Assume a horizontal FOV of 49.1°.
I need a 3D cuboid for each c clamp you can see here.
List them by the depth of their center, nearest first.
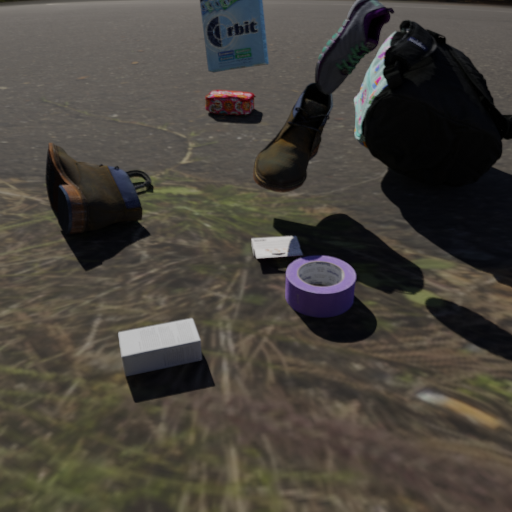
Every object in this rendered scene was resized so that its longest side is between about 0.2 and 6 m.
[{"bbox_3d":[-3.154,-1.670,13.654,1.488,0.201,1.271,-30,48,-35],"label":"c clamp"}]

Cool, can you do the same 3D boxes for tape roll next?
[{"bbox_3d":[1.115,0.517,9.788,1.207,0.513,1.207,0,31,0],"label":"tape roll"}]

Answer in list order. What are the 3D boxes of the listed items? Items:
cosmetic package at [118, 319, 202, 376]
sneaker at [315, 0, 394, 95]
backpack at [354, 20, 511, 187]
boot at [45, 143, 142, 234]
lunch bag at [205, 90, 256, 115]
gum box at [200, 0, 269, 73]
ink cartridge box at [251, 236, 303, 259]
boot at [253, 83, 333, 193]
[{"bbox_3d":[-1.453,1.374,8.473,1.160,0.413,0.588,-9,33,-14],"label":"cosmetic package"},{"bbox_3d":[1.857,-3.989,10.852,0.739,1.987,0.870,11,29,-34],"label":"sneaker"},{"bbox_3d":[4.153,-3.990,14.453,3.775,2.864,4.524,25,41,-16],"label":"backpack"},{"bbox_3d":[-3.817,-1.574,12.797,1.637,1.262,3.378,-4,38,-29],"label":"boot"},{"bbox_3d":[-0.858,-5.279,19.199,1.608,0.659,1.417,6,27,9],"label":"lunch bag"},{"bbox_3d":[-0.526,-5.405,13.440,1.466,1.725,0.384,-2,13,17],"label":"gum box"},{"bbox_3d":[0.406,-0.102,11.085,0.926,0.207,0.816,-4,31,-5],"label":"ink cartridge box"},{"bbox_3d":[0.791,-2.550,11.689,1.197,1.553,3.204,20,35,6],"label":"boot"}]
